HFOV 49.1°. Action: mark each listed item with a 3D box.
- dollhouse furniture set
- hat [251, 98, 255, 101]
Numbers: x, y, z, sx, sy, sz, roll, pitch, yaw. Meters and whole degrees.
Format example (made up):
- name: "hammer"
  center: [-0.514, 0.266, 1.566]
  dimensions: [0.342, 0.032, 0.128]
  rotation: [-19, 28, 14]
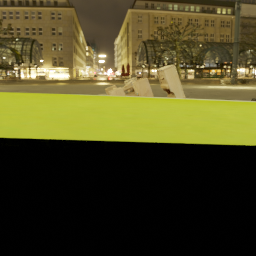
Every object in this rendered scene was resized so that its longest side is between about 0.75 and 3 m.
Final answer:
- name: "dollhouse furniture set"
  center: [0.743, -1.195, 11.747]
  dimensions: [2.945, 1.917, 2.706]
  rotation: [-23, 13, -5]
- name: "hat"
  center: [6.754, -1.411, 14.951]
  dimensions: [0.817, 0.330, 0.817]
  rotation: [-1, 10, 0]
